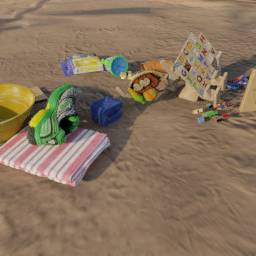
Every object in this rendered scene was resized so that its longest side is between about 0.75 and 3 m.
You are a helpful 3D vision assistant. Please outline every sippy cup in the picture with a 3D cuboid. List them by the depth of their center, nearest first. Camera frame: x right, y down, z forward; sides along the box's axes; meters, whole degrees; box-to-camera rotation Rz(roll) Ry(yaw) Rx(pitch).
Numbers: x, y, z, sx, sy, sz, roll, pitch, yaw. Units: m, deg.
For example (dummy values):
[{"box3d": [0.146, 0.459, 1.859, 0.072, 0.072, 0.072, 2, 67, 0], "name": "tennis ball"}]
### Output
[{"box3d": [-0.609, -2.865, 12.784, 0.946, 1.204, 0.883, -45, 36, -11], "name": "sippy cup"}]

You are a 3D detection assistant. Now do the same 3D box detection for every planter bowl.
[{"box3d": [-4.168, -0.282, 8.618, 2.764, 1.151, 2.764, 1, 33, 0], "name": "planter bowl"}]

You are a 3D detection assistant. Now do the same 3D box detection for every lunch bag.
[{"box3d": [-0.699, -0.551, 9.381, 0.720, 0.739, 1.088, 25, 41, 33], "name": "lunch bag"}]

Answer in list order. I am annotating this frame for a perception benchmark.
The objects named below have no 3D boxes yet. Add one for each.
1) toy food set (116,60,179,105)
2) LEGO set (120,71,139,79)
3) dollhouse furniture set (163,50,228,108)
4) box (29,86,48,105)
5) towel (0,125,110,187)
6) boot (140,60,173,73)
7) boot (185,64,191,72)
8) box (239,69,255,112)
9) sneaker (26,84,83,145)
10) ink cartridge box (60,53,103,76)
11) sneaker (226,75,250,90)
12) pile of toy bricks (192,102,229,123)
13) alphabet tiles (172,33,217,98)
[{"box3d": [0.700, -1.419, 9.680, 2.004, 1.383, 0.402, -29, 55, 19], "name": "toy food set"}, {"box3d": [0.358, -1.956, 10.992, 1.433, 0.533, 0.659, 42, 67, 17], "name": "LEGO set"}, {"box3d": [2.859, -1.822, 11.177, 2.135, 1.513, 2.324, 19, 60, 27], "name": "dollhouse furniture set"}, {"box3d": [-3.819, -1.242, 10.967, 1.026, 0.134, 1.255, -20, 38, -28], "name": "box"}, {"box3d": [-2.180, 0.625, 7.996, 2.841, 0.425, 2.079, 11, 35, 21], "name": "towel"}, {"box3d": [1.350, -2.773, 12.901, 1.192, 0.568, 1.541, -11, 24, -18], "name": "boot"}, {"box3d": [2.676, -2.831, 13.173, 0.895, 0.325, 0.950, -15, 36, -20], "name": "boot"}, {"box3d": [4.566, -1.294, 9.648, 1.251, 1.530, 0.163, -4, 31, -21], "name": "box"}, {"box3d": [-1.892, -0.365, 8.406, 1.138, 1.042, 2.671, 10, 43, 8], "name": "sneaker"}, {"box3d": [-2.284, -3.131, 13.558, 1.818, 0.427, 1.796, -9, 35, -16], "name": "ink cartridge box"}, {"box3d": [4.656, -1.956, 11.658, 1.396, 0.547, 0.526, -4, 33, -6], "name": "sneaker"}, {"box3d": [2.821, -0.509, 9.599, 1.190, 0.660, 0.587, -16, 5, 4], "name": "pile of toy bricks"}, {"box3d": [2.609, -2.418, 10.295, 0.078, 1.732, 2.072, -6, 49, 58], "name": "alphabet tiles"}]
